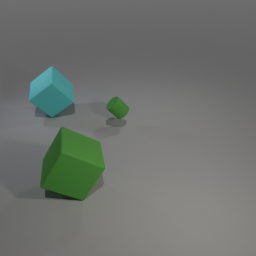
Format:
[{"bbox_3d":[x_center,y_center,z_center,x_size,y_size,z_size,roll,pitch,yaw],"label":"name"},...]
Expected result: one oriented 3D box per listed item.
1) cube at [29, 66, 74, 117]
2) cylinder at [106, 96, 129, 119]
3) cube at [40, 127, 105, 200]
[{"bbox_3d":[-3.485,-1.643,12.832,1.400,1.400,1.400,-32,44,17],"label":"cube"},{"bbox_3d":[-0.430,-0.849,11.765,0.700,0.700,0.700,-32,35,26],"label":"cylinder"},{"bbox_3d":[-1.693,1.076,8.535,1.400,1.400,1.400,24,22,-24],"label":"cube"}]
